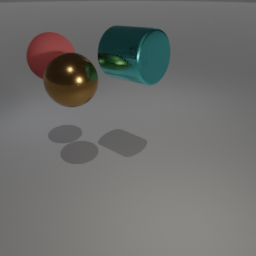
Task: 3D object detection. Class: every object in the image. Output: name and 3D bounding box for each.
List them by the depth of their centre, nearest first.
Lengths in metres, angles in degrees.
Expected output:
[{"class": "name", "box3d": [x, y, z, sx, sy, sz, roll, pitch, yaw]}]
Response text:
[{"class": "ball", "box3d": [-1.466, -1.235, 7.251, 1.400, 1.400, 1.400, 0, 28, 0]}, {"class": "cylinder", "box3d": [0.163, -1.925, 7.366, 1.400, 1.400, 1.400, 20, 34, 38]}, {"class": "ball", "box3d": [-2.236, -2.072, 8.198, 1.400, 1.400, 1.400, 0, 28, 0]}]
